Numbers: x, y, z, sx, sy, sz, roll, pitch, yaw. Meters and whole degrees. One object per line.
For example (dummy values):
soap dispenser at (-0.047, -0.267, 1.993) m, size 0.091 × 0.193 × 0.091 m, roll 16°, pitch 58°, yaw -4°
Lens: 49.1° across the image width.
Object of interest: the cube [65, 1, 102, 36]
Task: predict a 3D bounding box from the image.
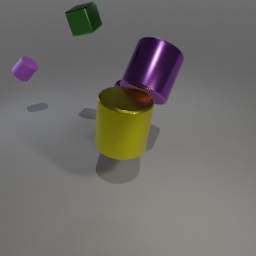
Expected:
cube at (-1.287, -3.192, 8.205) m, size 0.700 × 0.700 × 0.700 m, roll 0°, pitch 38°, yaw 26°

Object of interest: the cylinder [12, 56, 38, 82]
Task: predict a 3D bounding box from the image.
cylinder at (-3.935, -2.260, 10.706) m, size 0.700 × 0.700 × 0.700 m, roll 39°, pitch 24°, yaw -22°

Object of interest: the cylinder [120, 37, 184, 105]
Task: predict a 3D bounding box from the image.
cylinder at (0.669, -1.565, 7.850) m, size 1.400 × 1.400 × 1.400 m, roll 22°, pitch -7°, yaw 3°

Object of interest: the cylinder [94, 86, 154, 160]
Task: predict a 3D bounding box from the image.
cylinder at (-0.125, -0.151, 7.173) m, size 1.400 × 1.400 × 1.400 m, roll 6°, pitch 32°, yaw -4°

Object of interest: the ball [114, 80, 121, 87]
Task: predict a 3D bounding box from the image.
ball at (-0.194, -1.518, 10.747) m, size 0.700 × 0.700 × 0.700 m, roll 0°, pitch 30°, yaw 0°
